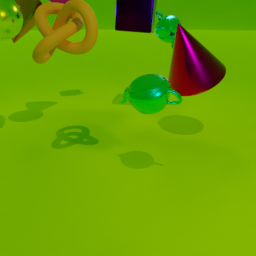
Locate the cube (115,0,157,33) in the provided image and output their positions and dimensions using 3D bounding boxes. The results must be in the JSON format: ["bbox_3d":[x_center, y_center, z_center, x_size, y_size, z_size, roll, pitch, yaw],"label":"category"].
[{"bbox_3d":[0.280,-3.779,9.200,1.179,1.179,1.179,7,20,7],"label":"cube"}]

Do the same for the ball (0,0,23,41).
[{"bbox_3d":[-3.372,-2.898,7.289,1.204,1.204,1.204,0,21,0],"label":"ball"}]

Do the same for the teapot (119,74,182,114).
[{"bbox_3d":[0.376,-0.605,5.373,1.358,0.665,0.844,6,44,27],"label":"teapot"}]

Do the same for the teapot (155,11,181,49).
[{"bbox_3d":[1.207,-2.989,8.557,0.649,1.325,0.824,-16,-12,-44],"label":"teapot"}]

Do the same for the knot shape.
[{"bbox_3d":[-1.367,-2.087,5.762,1.578,0.729,1.476,-26,57,15],"label":"knot shape"}]

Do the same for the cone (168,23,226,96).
[{"bbox_3d":[1.548,-1.978,7.293,1.639,1.645,1.639,-19,37,15],"label":"cone"}]

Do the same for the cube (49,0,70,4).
[{"bbox_3d":[-2.307,-4.694,9.654,0.802,0.802,0.802,-30,-22,15],"label":"cube"}]

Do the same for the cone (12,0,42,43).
[{"bbox_3d":[-3.254,-3.039,8.257,1.415,1.415,1.420,0,64,-1],"label":"cone"}]
